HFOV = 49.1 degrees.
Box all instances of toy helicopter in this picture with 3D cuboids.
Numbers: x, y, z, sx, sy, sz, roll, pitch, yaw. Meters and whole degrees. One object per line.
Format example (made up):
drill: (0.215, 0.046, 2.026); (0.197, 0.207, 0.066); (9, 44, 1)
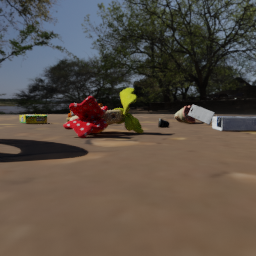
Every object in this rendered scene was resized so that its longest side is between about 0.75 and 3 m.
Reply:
toy helicopter: (-1.868, -0.453, 10.832); (1.347, 0.804, 2.037); (4, 13, 15)

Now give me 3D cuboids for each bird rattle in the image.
bird rattle: (-0.681, -0.160, 6.803); (2.119, 1.194, 1.728); (-20, 4, -39)

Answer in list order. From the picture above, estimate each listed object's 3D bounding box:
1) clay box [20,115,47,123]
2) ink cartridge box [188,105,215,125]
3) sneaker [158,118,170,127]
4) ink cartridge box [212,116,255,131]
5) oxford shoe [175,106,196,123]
clay box: (-4.266, -0.406, 12.642); (0.943, 0.391, 1.641); (-2, 4, -30)
ink cartridge box: (2.784, -0.509, 10.639); (0.884, 0.482, 0.223); (26, 1, 21)
sneaker: (1.263, -0.174, 9.749); (0.361, 0.312, 0.824); (6, 5, 13)
ink cartridge box: (3.665, -0.133, 8.063); (2.211, 0.433, 1.099); (1, 3, 3)
oxford shoe: (2.604, -0.498, 13.010); (0.862, 0.827, 2.335); (-27, -4, 19)
